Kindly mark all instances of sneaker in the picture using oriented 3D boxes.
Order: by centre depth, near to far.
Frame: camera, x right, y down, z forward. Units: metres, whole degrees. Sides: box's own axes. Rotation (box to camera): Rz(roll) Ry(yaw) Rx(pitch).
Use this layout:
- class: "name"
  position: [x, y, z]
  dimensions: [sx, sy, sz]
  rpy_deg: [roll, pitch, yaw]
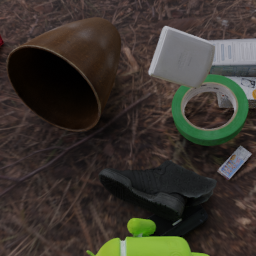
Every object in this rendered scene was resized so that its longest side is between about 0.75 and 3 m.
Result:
- class: "sneaker"
  position: [0.725, 1.355, 7.066]
  dimensions: [2.697, 0.810, 1.406]
  rpy_deg: [22, 49, 20]

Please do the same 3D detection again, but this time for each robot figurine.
- class: "robot figurine"
  position: [0.406, 2.986, 5.679]
  dimensions: [2.512, 1.453, 2.204]
  rpy_deg: [0, 70, -2]

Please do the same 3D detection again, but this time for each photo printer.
- class: "photo printer"
  position: [1.326, -1.619, 6.666]
  dimensions: [1.411, 1.174, 0.490]
  rpy_deg: [15, 16, -14]

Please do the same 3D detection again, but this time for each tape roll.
- class: "tape roll"
  position: [2.304, -0.532, 8.004]
  dimensions: [2.065, 0.496, 2.065]
  rpy_deg: [-6, 66, 13]

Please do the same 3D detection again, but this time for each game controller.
- class: "game controller"
  position: [1.155, 2.261, 6.832]
  dimensions: [1.573, 0.331, 0.821]
  rpy_deg: [-26, 48, -15]

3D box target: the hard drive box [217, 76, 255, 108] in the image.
- class: "hard drive box"
  position: [3.397, -1.105, 8.681]
  dimensions: [1.177, 0.452, 0.917]
  rpy_deg: [0, 59, 1]

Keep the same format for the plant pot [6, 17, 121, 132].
- class: "plant pot"
  position: [-1.395, -1.881, 8.083]
  dimensions: [2.735, 2.735, 2.926]
  rpy_deg: [20, 51, 11]

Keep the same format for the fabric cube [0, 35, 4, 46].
- class: "fabric cube"
  position: [-5.374, -3.156, 9.326]
  dimensions: [1.443, 1.448, 1.420]
  rpy_deg: [23, 61, 11]

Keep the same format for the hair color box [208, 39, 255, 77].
- class: "hair color box"
  position: [3.368, -2.248, 9.004]
  dimensions: [2.073, 0.628, 1.026]
  rpy_deg: [1, 66, 11]

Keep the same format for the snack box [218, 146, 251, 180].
- class: "snack box"
  position: [2.920, 0.941, 7.663]
  dimensions: [1.044, 0.127, 0.375]
  rpy_deg: [-40, 67, -21]
